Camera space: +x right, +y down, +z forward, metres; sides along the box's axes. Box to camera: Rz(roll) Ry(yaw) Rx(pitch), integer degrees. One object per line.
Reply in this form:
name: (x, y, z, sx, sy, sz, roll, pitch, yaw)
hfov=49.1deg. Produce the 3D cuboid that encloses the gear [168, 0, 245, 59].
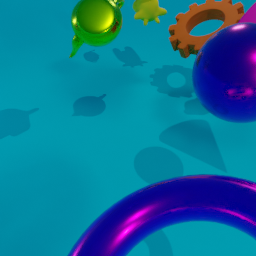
gear: (1.889, -2.428, 6.774, 1.788, 0.331, 1.788, -14, 52, 19)

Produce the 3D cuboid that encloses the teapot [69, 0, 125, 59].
teapot: (-0.583, -1.835, 5.047, 0.907, 0.715, 1.459, 43, 85, 3)

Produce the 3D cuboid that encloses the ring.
ring: (0.369, 0.991, 1.737, 1.901, 0.380, 1.901, -17, 27, 9)

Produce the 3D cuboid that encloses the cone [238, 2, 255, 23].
cone: (2.274, -0.794, 3.537, 1.479, 1.479, 1.485, -18, 49, -21)

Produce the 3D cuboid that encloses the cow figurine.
cow figurine: (0.543, -3.696, 7.238, 0.959, 1.720, 1.748, -14, -1, -11)

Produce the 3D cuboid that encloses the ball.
ball: (1.223, -0.575, 3.003, 1.049, 1.049, 1.049, 0, 40, 0)
